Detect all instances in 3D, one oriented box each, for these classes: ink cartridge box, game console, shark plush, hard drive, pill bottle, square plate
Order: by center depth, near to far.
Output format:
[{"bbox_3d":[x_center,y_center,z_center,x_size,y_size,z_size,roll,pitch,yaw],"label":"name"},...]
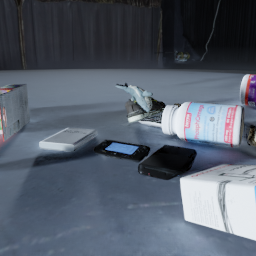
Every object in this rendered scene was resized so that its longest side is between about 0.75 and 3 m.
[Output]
[{"bbox_3d":[1.801,0.990,4.053,1.260,0.727,1.726,-9,1,-33],"label":"ink cartridge box"},{"bbox_3d":[0.288,0.673,6.914,2.602,0.314,1.535,7,16,27],"label":"game console"},{"bbox_3d":[2.191,-0.144,8.250,2.219,1.206,1.206,6,16,26],"label":"pill bottle"},{"bbox_3d":[-1.728,0.312,8.432,1.088,0.217,1.650,4,16,15],"label":"hard drive"},{"bbox_3d":[-4.042,-0.609,9.424,0.684,1.479,2.715,-1,15,-3],"label":"ink cartridge box"},{"bbox_3d":[0.248,-1.183,9.974,1.478,0.616,0.671,30,-6,-13],"label":"shark plush"},{"bbox_3d":[1.387,-0.234,10.385,1.460,0.208,1.447,-15,18,-43],"label":"square plate"},{"bbox_3d":[7.038,-1.780,13.681,2.774,1.560,1.560,9,17,29],"label":"pill bottle"}]

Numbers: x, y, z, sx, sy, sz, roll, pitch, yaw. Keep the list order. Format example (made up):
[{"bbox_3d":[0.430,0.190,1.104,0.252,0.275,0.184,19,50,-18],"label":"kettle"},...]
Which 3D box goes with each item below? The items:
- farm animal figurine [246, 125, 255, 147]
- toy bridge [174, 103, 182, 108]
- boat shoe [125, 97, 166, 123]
[{"bbox_3d":[4.231,0.289,7.746,1.223,0.761,1.514,-33,34,-28],"label":"farm animal figurine"},{"bbox_3d":[3.284,-0.950,12.962,2.390,0.325,0.803,5,13,18],"label":"toy bridge"},{"bbox_3d":[0.785,-0.864,11.223,0.954,0.806,2.677,-19,2,32],"label":"boat shoe"}]
